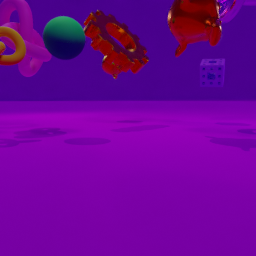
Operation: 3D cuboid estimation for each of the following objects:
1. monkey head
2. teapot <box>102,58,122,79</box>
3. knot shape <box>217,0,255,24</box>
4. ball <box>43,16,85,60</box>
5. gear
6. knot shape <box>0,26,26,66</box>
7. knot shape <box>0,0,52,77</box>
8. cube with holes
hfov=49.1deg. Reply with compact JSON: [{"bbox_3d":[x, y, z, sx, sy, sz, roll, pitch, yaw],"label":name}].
[{"bbox_3d":[1.314,-2.094,5.587,1.029,1.707,1.228,-2,47,6],"label":"monkey head"},{"bbox_3d":[-0.456,-2.290,9.984,0.901,0.710,1.449,-31,-24,-22],"label":"teapot"},{"bbox_3d":[2.776,-3.368,7.220,1.905,0.941,2.036,-29,13,-16],"label":"knot shape"},{"bbox_3d":[-1.308,-1.842,5.772,0.851,0.851,0.851,0,6,0],"label":"ball"},{"bbox_3d":[-0.308,-2.519,8.177,2.096,2.096,0.388,-7,-29,-51],"label":"gear"},{"bbox_3d":[-2.801,-1.522,5.523,1.207,0.596,1.290,13,46,17],"label":"knot shape"},{"bbox_3d":[-2.685,-2.346,7.079,0.910,1.843,1.969,-25,6,-11],"label":"knot shape"},{"bbox_3d":[2.738,-1.792,9.084,0.711,0.711,0.711,4,30,20],"label":"cube with holes"}]
